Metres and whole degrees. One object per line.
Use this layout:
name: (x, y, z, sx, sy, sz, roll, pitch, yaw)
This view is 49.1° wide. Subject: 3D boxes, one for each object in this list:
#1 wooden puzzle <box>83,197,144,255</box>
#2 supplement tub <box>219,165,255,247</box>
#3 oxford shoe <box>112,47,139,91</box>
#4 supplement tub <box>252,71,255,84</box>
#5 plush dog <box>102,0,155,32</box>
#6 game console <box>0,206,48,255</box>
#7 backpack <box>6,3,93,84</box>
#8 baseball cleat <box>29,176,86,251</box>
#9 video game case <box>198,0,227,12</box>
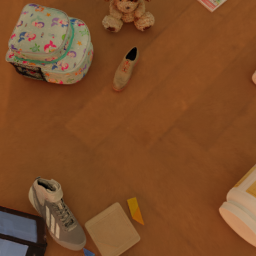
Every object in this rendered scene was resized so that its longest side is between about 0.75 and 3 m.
wooden puzzle: (-0.441, 3.046, 8.270, 2.076, 0.243, 1.401, -25, 70, -10)
supplement tub: (3.878, 1.982, 7.840, 2.313, 1.670, 1.670, -40, 77, -12)
oxford shoe: (-0.104, -2.080, 9.654, 0.590, 0.627, 1.676, 21, 74, 6)
supplement tub: (4.827, -1.976, 9.546, 0.772, 0.772, 1.065, 32, 75, 9)
plush dog: (-0.001, -4.435, 9.856, 1.905, 1.636, 1.529, -1, 73, 0)
game console: (-3.482, 3.206, 7.618, 2.227, 1.322, 1.919, 13, 66, 4)
backpack: (-2.473, -2.711, 9.277, 2.558, 1.926, 2.271, 16, 74, -1)
baseball cleat: (-1.984, 2.393, 7.937, 2.352, 1.252, 0.820, 42, 41, 12)
video game case: (3.358, -5.090, 10.870, 1.168, 0.102, 0.835, -40, 77, -12)
